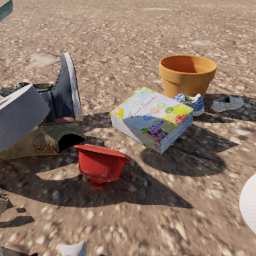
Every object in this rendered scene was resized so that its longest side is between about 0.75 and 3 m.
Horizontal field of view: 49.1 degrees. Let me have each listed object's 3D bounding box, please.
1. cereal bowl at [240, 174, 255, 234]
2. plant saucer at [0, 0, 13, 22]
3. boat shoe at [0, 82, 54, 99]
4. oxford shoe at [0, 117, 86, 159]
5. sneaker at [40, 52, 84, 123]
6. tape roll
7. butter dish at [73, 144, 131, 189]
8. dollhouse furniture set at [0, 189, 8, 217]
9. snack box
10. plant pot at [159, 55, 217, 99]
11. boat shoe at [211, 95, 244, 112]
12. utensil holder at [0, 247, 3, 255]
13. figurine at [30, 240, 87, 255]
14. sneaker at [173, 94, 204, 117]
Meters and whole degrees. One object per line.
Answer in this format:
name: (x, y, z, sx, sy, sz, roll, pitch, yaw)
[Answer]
cereal bowl: (3.919, 1.726, 6.514, 2.376, 0.990, 2.376, 1, 32, 0)
plant saucer: (-3.938, -3.186, 8.254, 1.599, 0.287, 1.599, -28, 32, 19)
boat shoe: (-4.329, -1.622, 12.013, 2.609, 0.787, 0.987, 2, 32, 4)
oxford shoe: (-2.626, 0.414, 8.640, 2.763, 0.973, 1.033, -21, 43, -28)
sneaker: (-2.837, -1.494, 10.509, 1.986, 1.045, 2.748, -8, 77, -6)
tape roll: (-3.758, -0.145, 8.254, 2.848, 0.941, 2.848, -26, 22, 12)
butter dish: (-0.732, 1.100, 7.537, 1.469, 1.089, 1.473, 12, -10, 6)
dollhouse furniture set: (-3.487, 1.882, 6.980, 0.963, 0.666, 1.021, 18, -2, -12)
snack box: (0.801, -0.340, 9.552, 2.187, 0.740, 1.844, 29, 55, 32)
plant pot: (2.435, -1.953, 11.765, 2.309, 1.616, 2.309, -1, 32, 0)
boat shoe: (4.095, -1.058, 11.354, 1.544, 0.535, 0.547, -15, 35, -23)
utensil holder: (-3.383, 1.953, 4.793, 2.052, 2.415, 2.052, 0, 33, 0)
figurine: (-1.367, 2.834, 5.114, 1.607, 0.692, 1.568, -9, 29, -16)
sneaker: (1.872, -0.939, 10.873, 2.141, 0.825, 0.811, 0, 33, 9)
